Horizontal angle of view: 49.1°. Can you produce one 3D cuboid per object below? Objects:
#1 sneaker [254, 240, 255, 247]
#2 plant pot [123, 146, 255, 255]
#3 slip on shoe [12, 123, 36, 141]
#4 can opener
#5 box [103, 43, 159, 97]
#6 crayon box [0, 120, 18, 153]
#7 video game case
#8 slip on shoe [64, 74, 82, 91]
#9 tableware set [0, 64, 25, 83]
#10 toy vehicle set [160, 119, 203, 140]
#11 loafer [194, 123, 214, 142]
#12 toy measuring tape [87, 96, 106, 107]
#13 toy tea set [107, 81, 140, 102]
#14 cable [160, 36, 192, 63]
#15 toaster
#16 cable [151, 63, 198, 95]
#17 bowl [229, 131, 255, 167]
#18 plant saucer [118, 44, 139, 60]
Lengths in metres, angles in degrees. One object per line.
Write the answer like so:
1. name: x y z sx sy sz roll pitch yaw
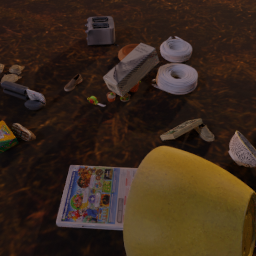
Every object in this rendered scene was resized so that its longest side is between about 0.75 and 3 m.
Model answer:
1. sneaker: 2.982 2.641 7.876 1.769 0.686 0.807 29 56 27
2. plant pot: 1.593 1.977 6.174 2.107 2.968 2.968 4 42 35
3. slip on shoe: -3.911 0.166 10.490 1.177 0.448 0.357 21 5 33
4. can opener: -4.480 -1.360 11.773 2.302 0.614 0.770 18 48 18
5. box: 0.163 -2.468 11.804 0.969 0.806 2.357 33 72 37
6. crayon box: -4.644 0.306 10.309 0.707 0.347 1.191 -33 54 -24
7. video game case: -0.558 2.099 8.646 2.869 0.258 2.054 3 47 3
8. slip on shoe: -2.476 -2.059 12.643 0.412 0.328 1.083 28 52 24
9. tableware set: -5.885 -2.537 13.193 1.939 0.225 1.620 2 46 4
10. toy vehicle set: 1.960 0.054 10.287 1.395 0.867 0.185 -27 95 -25
11. loafer: 2.853 0.112 10.520 0.384 0.347 1.015 -24 51 -22
12. toy measuring tape: -1.334 -1.136 11.770 0.872 0.321 0.321 21 49 19
13. toy tea set: -0.214 -1.721 12.106 1.004 0.625 1.688 22 50 20
14. cable: 2.444 -3.974 14.350 1.631 0.565 1.631 -35 57 -29
15. toaster: -1.437 -5.237 15.243 1.744 1.035 1.577 -4 47 -4
16. cable: 2.206 -2.255 12.608 1.860 0.644 1.860 30 53 26
17. bowl: 3.854 0.837 9.432 0.661 1.408 1.408 -42 43 22
18. plant saucer: 0.362 -3.842 14.385 1.747 0.327 1.747 0 46 -1
